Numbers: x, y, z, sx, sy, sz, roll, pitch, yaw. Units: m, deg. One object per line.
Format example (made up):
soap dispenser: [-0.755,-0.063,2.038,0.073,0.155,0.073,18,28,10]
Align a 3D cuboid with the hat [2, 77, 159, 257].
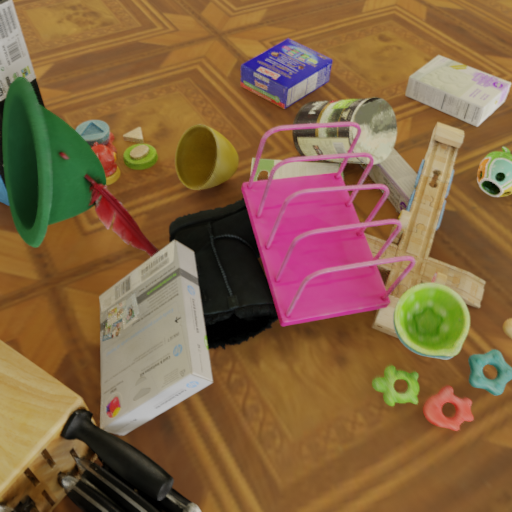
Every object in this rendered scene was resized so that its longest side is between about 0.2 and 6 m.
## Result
hat: [-2.246,-1.207,8.099,2.254,2.561,2.121,-8,44,-34]

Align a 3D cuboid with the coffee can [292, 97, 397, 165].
coffee can: [1.554,-2.214,9.985,1.117,1.117,1.526,-35,29,-27]

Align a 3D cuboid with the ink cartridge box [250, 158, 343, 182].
ink cartridge box: [0.720,-1.186,9.946,1.663,0.399,1.210,3,48,2]

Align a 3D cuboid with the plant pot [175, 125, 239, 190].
plant pot: [-0.786,-1.728,10.071,0.803,1.131,1.131,-1,38,-48]

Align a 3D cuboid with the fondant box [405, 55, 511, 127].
fondant box: [4.303,-3.563,11.986,1.748,0.509,1.261,35,57,26]

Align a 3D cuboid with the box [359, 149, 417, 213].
box: [2.346,-1.672,10.314,0.527,0.492,2.544,-17,51,-15]

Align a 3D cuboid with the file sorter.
file sorter: [0.932,-0.496,7.620,1.604,1.448,2.308,-8,62,-15]

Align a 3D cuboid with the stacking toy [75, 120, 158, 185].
stacking toy: [-2.685,-2.154,10.643,1.389,0.648,1.534,-19,52,-16]

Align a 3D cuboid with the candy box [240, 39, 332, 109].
candy box: [0.661,-4.025,12.327,1.333,0.607,1.577,36,57,26]

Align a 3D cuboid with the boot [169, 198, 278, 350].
boot: [-0.068,0.122,8.412,2.645,0.979,2.167,-15,48,-4]

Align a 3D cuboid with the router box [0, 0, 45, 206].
router box: [-4.624,-2.503,9.009,2.645,3.546,0.905,22,51,20]

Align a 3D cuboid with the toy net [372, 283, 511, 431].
toy net: [3.160,1.513,6.960,3.154,0.609,1.655,16,75,11]

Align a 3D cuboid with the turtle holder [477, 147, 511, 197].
turtle holder: [4.391,-1.349,9.962,0.992,0.753,0.704,48,66,-13]

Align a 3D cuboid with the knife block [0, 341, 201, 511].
knife block: [-2.624,1.986,6.534,3.607,1.315,4.109,-8,48,-8]

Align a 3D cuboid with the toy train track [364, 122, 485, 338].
toy train track: [2.680,-0.676,8.809,2.372,0.673,4.135,21,61,7]

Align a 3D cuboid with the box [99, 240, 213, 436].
box: [-1.393,1.031,7.334,1.612,0.426,2.068,-35,45,23]
